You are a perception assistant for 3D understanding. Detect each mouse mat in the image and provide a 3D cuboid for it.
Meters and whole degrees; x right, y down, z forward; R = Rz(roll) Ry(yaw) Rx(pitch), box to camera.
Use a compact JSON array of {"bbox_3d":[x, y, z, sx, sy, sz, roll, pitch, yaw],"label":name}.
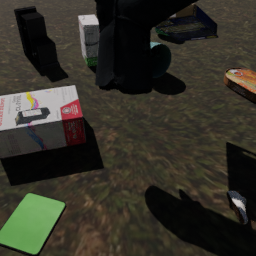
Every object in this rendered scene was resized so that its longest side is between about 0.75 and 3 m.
[{"bbox_3d":[-2.138,2.070,6.225,1.090,0.051,1.354,12,40,13],"label":"mouse mat"}]

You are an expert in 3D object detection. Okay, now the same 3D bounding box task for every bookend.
[{"bbox_3d":[-3.742,-3.701,11.584,0.910,1.963,1.975,-23,46,-26],"label":"bookend"}]

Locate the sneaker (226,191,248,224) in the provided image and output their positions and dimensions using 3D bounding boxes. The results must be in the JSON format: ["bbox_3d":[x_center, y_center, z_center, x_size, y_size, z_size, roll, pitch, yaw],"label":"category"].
[{"bbox_3d":[2.582,1.764,6.368,0.368,0.316,0.868,-6,39,-4],"label":"sneaker"}]

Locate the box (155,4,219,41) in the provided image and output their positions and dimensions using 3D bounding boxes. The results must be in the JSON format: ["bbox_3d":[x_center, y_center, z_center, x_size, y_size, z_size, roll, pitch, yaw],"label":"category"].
[{"bbox_3d":[1.518,-2.677,7.307,1.230,0.329,2.030,5,3,34],"label":"box"}]

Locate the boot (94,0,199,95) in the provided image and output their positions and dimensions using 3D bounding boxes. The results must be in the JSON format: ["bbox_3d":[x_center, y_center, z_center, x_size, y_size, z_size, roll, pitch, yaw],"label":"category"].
[{"bbox_3d":[0.481,-1.979,6.130,2.928,2.460,1.118,3,11,31],"label":"boot"}]

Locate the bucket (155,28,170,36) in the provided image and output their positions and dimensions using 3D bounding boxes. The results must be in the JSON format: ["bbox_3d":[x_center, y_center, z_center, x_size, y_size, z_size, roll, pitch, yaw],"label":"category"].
[{"bbox_3d":[1.877,-5.231,14.154,0.712,1.094,1.094,18,43,25],"label":"bucket"}]

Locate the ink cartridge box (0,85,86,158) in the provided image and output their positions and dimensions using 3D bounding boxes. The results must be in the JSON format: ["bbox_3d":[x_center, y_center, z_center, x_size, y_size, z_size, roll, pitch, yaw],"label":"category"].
[{"bbox_3d":[-2.591,-0.244,8.211,2.421,1.003,1.764,-10,41,-12],"label":"ink cartridge box"}]

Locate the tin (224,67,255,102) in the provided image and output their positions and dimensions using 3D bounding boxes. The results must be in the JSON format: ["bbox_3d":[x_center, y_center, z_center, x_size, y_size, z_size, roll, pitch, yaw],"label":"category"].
[{"bbox_3d":[4.492,-1.580,10.274,1.214,0.454,2.169,-18,43,-26],"label":"tin"}]

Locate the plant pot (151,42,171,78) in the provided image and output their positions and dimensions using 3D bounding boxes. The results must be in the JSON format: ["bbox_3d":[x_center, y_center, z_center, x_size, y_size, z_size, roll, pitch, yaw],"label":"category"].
[{"bbox_3d":[0.873,-2.777,11.072,1.317,1.317,1.057,-22,38,-24],"label":"plant pot"}]

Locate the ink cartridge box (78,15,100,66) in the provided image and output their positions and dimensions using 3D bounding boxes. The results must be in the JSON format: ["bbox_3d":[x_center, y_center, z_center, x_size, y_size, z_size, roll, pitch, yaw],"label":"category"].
[{"bbox_3d":[-1.550,-3.661,11.699,0.727,1.730,1.263,-11,41,-13],"label":"ink cartridge box"}]
